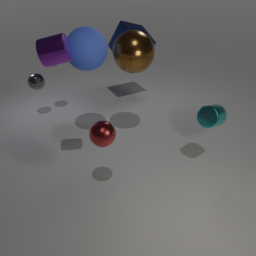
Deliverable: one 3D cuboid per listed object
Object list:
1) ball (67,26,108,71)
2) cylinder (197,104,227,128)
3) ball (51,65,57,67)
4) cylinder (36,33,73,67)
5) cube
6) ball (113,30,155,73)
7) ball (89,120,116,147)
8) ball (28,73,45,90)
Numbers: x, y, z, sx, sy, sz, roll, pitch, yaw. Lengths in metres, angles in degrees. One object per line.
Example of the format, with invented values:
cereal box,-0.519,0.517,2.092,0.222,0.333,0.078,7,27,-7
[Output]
ball,-1.359,-2.569,9.127,1.400,1.400,1.400,0,30,0
cylinder,2.619,-0.372,8.748,0.700,0.700,0.700,25,22,36
ball,-3.130,-2.891,11.547,0.700,0.700,0.700,0,30,0
cylinder,-1.824,-1.936,6.980,0.700,0.700,0.700,-13,30,5
cube,0.168,-3.925,13.117,1.400,1.400,1.400,-5,53,-40
ball,0.188,-2.528,9.328,1.400,1.400,1.400,0,30,0
ball,-0.662,0.152,7.284,0.700,0.700,0.700,0,30,0
ball,-3.864,-1.955,11.813,0.700,0.700,0.700,0,30,0
